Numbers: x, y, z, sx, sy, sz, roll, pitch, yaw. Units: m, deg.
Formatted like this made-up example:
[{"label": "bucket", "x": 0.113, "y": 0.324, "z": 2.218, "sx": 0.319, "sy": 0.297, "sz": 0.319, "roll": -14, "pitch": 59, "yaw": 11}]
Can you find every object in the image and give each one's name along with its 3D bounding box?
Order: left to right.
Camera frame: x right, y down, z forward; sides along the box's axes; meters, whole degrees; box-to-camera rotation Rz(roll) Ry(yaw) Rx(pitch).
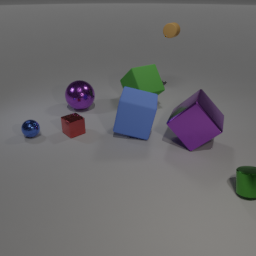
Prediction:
[{"label": "ball", "x": -3.809, "y": 0.019, "z": 10.962, "sx": 0.700, "sy": 0.700, "sz": 0.700, "roll": 0, "pitch": 27, "yaw": 0}, {"label": "cube", "x": -2.188, "y": -0.113, "z": 11.207, "sx": 0.700, "sy": 0.700, "sz": 0.700, "roll": -21, "pitch": 34, "yaw": -35}, {"label": "ball", "x": -2.266, "y": -1.548, "z": 13.235, "sx": 1.400, "sy": 1.400, "sz": 1.400, "roll": 0, "pitch": 27, "yaw": 0}, {"label": "cube", "x": 0.306, "y": -0.600, "z": 10.967, "sx": 1.400, "sy": 1.400, "sz": 1.400, "roll": 14, "pitch": 31, "yaw": 0}, {"label": "cube", "x": 0.684, "y": -2.098, "z": 13.657, "sx": 1.400, "sy": 1.400, "sz": 1.400, "roll": -17, "pitch": -8, "yaw": -28}, {"label": "cylinder", "x": 2.176, "y": -4.862, "z": 13.930, "sx": 0.700, "sy": 0.700, "sz": 0.700, "roll": 12, "pitch": 26, "yaw": 22}, {"label": "cube", "x": 2.481, "y": -0.299, "z": 10.204, "sx": 1.400, "sy": 1.400, "sz": 1.400, "roll": -38, "pitch": 8, "yaw": 32}, {"label": "cylinder", "x": 3.424, "y": 1.508, "z": 7.912, "sx": 0.700, "sy": 0.700, "sz": 0.700, "roll": -3, "pitch": 11, "yaw": 1}]
